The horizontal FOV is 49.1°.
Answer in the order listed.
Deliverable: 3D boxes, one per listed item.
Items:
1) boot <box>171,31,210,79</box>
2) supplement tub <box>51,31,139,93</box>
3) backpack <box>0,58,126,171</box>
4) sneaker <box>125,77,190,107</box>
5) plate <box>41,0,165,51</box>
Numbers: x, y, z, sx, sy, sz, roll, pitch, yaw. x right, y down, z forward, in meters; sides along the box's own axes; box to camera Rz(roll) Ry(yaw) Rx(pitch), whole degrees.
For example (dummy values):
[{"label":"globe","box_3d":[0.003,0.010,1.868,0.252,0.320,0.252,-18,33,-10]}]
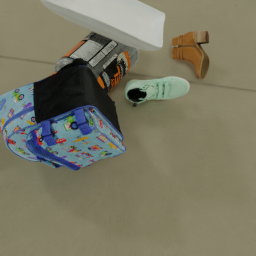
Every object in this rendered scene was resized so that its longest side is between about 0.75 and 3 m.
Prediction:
[{"label":"boot","box_3d":[1.839,-2.149,8.451,1.134,0.540,1.466,1,84,36]},{"label":"supplement tub","box_3d":[-0.898,-1.618,7.467,1.475,1.475,2.407,29,62,21]},{"label":"backpack","box_3d":[-1.487,-0.009,5.816,2.392,2.183,1.609,-18,63,8]},{"label":"sneaker","box_3d":[0.755,-0.905,7.239,1.716,0.631,1.012,-1,24,6]},{"label":"plate","box_3d":[-0.355,-2.318,5.655,2.263,0.366,2.258,21,38,-7]}]
